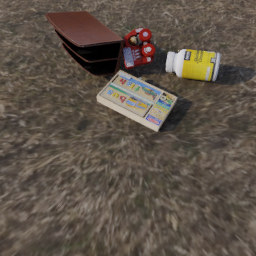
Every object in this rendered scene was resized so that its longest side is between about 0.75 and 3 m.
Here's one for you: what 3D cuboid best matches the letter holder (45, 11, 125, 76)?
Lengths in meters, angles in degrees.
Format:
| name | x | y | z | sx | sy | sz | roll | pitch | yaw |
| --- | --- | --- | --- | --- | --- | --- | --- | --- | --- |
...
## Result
| name | x | y | z | sx | sy | sz | roll | pitch | yaw |
| --- | --- | --- | --- | --- | --- | --- | --- | --- | --- |
| letter holder | -1.578 | -2.807 | 9.275 | 1.729 | 1.223 | 2.433 | -17 | 49 | -34 |

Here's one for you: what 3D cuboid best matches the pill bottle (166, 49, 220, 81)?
| name | x | y | z | sx | sy | sz | roll | pitch | yaw |
| --- | --- | --- | --- | --- | --- | --- | --- | --- | --- |
| pill bottle | 2.085 | -2.050 | 9.052 | 1.616 | 0.905 | 0.905 | 9 | 48 | 13 |

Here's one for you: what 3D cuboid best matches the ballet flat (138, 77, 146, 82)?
| name | x | y | z | sx | sy | sz | roll | pitch | yaw |
| --- | --- | --- | --- | --- | --- | --- | --- | --- | --- |
| ballet flat | 0.287 | -1.426 | 8.893 | 0.298 | 0.274 | 0.869 | -8 | 36 | 44 |

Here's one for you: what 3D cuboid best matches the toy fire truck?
| name | x | y | z | sx | sy | sz | roll | pitch | yaw |
| --- | --- | --- | --- | --- | --- | --- | --- | --- | --- |
| toy fire truck | 0.293 | -2.628 | 9.180 | 1.053 | 0.703 | 1.254 | -12 | 83 | -2 |

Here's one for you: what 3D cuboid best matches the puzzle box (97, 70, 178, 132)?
| name | x | y | z | sx | sy | sz | roll | pitch | yaw |
| --- | --- | --- | --- | --- | --- | --- | --- | --- | --- |
| puzzle box | 0.273 | -0.841 | 8.145 | 2.010 | 0.255 | 1.337 | 27 | 55 | 12 |
